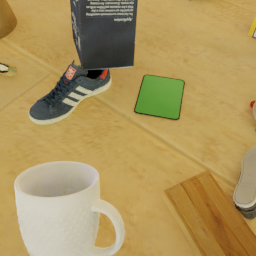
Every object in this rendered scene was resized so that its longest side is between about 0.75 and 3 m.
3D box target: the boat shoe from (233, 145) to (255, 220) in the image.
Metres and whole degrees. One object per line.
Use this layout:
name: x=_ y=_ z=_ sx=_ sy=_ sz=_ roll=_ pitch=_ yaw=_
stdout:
boat shoe: x=3.187 y=1.237 z=6.957 sx=0.748 sy=0.638 sz=2.239 roll=2 pitch=41 yaw=43

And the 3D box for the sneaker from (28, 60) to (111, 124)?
sneaker: x=-1.753 y=-1.267 z=8.314 sx=1.079 sy=1.217 sz=2.880 roll=39 pitch=63 yaw=25

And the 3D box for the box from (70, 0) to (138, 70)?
box: x=-0.771 y=-3.297 z=7.728 sx=1.498 sy=2.551 sz=2.508 roll=-6 pitch=37 yaw=-14

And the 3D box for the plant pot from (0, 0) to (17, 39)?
plant pot: x=-5.557 y=-4.731 z=10.109 sx=2.252 sy=2.416 sz=2.252 roll=-1 pitch=55 yaw=1

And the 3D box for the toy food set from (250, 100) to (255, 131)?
toy food set: x=4.477 y=-0.352 z=8.128 sx=1.780 sy=0.437 sz=1.798 roll=12 pitch=55 yaw=9

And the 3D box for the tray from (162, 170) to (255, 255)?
tray: x=1.961 y=2.299 z=6.184 sx=1.285 sy=0.482 sz=2.605 roll=-22 pitch=58 yaw=-15

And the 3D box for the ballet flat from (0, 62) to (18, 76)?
ballet flat: x=-4.406 y=-2.050 z=9.270 sx=1.445 sy=0.456 sz=0.496 roll=9 pitch=91 yaw=6

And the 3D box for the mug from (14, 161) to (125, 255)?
mug: x=-1.069 y=1.823 z=5.434 sx=2.102 sy=1.843 sz=1.552 roll=6 pitch=18 yaw=18

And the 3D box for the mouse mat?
mouse mat: x=1.025 y=-1.015 z=8.852 sx=1.400 sy=0.066 sz=1.740 roll=11 pitch=54 yaw=8

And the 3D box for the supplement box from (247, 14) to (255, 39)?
supplement box: x=5.818 y=-3.775 z=9.910 sx=2.418 sy=1.583 sz=1.248 roll=32 pitch=60 yaw=20
